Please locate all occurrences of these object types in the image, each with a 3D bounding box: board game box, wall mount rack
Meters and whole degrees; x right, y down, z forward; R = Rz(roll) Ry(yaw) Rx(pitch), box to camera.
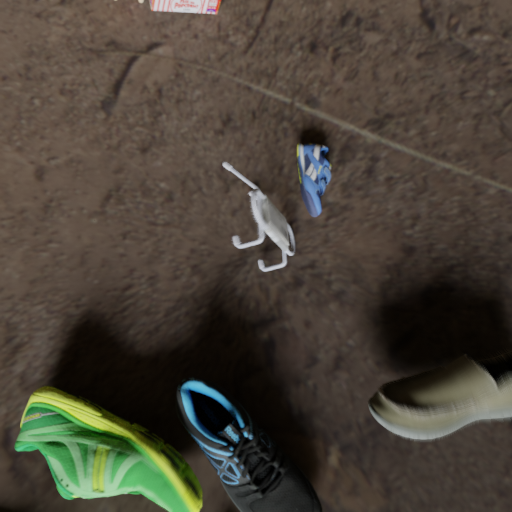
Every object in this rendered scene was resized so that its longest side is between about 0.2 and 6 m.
[{"bbox_3d":[-1.667,-6.000,11.896,1.424,0.435,1.880,-7,67,-22],"label":"board game box"},{"bbox_3d":[0.031,-0.694,9.272,0.694,1.861,1.617,-13,64,18],"label":"wall mount rack"}]

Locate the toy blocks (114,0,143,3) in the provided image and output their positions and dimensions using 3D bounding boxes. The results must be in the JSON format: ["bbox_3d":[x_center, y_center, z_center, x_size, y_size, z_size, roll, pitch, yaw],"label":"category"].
[{"bbox_3d":[-2.836,-5.966,11.993,1.618,0.588,1.349,-3,53,-20],"label":"toy blocks"}]

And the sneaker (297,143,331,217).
[{"bbox_3d":[1.082,-1.413,10.093,0.613,0.551,1.490,-5,68,0],"label":"sneaker"}]

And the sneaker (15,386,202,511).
[{"bbox_3d":[-2.115,2.988,8.050,3.028,1.121,1.265,22,76,17],"label":"sneaker"}]

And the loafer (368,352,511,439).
[{"bbox_3d":[2.926,1.885,8.227,2.737,0.953,1.029,-7,26,-17],"label":"loafer"}]

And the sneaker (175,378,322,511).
[{"bbox_3d":[-0.205,2.875,7.967,2.812,1.152,1.029,42,72,15],"label":"sneaker"}]
